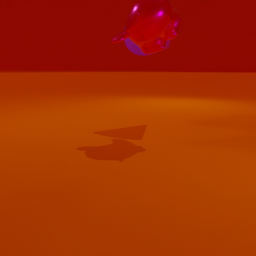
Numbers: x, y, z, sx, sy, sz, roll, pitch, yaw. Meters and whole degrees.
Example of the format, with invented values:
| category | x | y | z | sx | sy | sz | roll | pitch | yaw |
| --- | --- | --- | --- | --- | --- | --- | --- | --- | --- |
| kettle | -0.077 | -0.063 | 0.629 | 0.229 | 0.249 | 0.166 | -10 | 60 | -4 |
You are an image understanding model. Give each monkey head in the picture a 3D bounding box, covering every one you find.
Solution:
| category | x | y | z | sx | sy | sz | roll | pitch | yaw |
| --- | --- | --- | --- | --- | --- | --- | --- | --- | --- |
| monkey head | 0.504 | -2.585 | 6.763 | 1.179 | 1.957 | 1.408 | 39 | 17 | -32 |

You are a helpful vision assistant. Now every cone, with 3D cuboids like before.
| category | x | y | z | sx | sy | sz | roll | pitch | yaw |
| --- | --- | --- | --- | --- | --- | --- | --- | --- | --- |
| cone | 0.932 | -2.715 | 8.556 | 1.539 | 1.539 | 1.545 | 8 | -2 | 31 |
